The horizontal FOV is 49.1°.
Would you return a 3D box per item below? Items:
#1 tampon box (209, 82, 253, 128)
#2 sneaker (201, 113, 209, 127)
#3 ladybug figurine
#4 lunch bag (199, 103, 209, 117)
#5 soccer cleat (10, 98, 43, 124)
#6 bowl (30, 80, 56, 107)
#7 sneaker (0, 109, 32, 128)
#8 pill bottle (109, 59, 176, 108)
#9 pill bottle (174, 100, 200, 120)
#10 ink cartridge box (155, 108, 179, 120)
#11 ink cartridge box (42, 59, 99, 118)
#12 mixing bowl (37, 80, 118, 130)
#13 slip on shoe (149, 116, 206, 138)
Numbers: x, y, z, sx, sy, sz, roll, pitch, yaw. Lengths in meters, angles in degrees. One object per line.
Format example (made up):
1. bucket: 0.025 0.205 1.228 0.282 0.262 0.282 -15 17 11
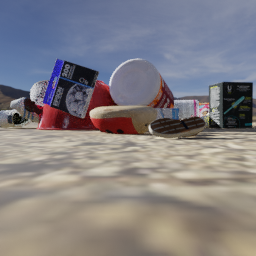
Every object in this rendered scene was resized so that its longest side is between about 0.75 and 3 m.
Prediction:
1. tampon box: 3.717 -0.812 10.201 1.217 1.624 1.025 0 1 -12
2. sneaker: 3.745 -0.719 11.373 2.442 1.411 0.900 -2 4 -24
3. ladybug figurine: -0.127 -0.169 5.929 1.556 0.560 1.056 1 2 30
4. lunch bag: 4.278 -0.707 15.105 2.835 1.162 2.497 1 2 44
5. soccer cleat: -3.343 -0.560 9.683 0.744 0.602 1.722 -4 -23 13
6. bowl: -3.204 -0.762 11.841 2.319 1.088 2.319 7 -42 6
7. sneaker: -4.012 -0.342 10.494 0.801 0.826 2.263 5 12 11
8. pill bottle: 0.645 -0.980 9.307 1.590 1.590 2.785 1 -13 23
9. pill bottle: 2.168 -0.681 13.019 2.146 1.217 1.217 0 1 7
10. ink cartridge box: 0.953 -0.242 7.815 0.840 0.608 0.619 0 1 2
11. ink cartridge box: -1.631 -1.119 7.686 1.373 1.360 0.298 19 3 12
12. mixing bowl: -1.460 -0.726 9.081 2.872 1.555 2.872 0 2 0
13. slip on shoe: 0.761 0.024 4.422 0.955 0.363 0.289 -10 -35 -23
